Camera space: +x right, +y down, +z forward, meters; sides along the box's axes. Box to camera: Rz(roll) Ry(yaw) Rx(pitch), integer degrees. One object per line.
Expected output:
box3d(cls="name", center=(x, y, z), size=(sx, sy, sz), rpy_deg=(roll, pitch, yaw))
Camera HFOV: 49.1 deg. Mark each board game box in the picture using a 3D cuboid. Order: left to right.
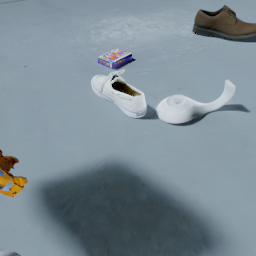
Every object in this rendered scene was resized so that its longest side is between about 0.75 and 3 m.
box3d(cls="board game box", center=(-0.461, -2.509, 10.045), size=(0.715, 0.238, 1.064), rpy_deg=(28, 47, 30))

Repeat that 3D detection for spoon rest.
box3d(cls="spoon rest", center=(1.810, -0.638, 7.562), size=(2.142, 0.649, 1.064), rpy_deg=(-18, 39, -1))

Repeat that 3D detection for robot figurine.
box3d(cls="robot figurine", center=(-1.981, 0.375, 3.721), size=(0.401, 1.377, 0.998), rpy_deg=(-40, 49, -6))

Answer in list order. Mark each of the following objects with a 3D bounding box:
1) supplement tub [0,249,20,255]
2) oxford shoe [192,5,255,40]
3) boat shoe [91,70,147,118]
box3d(cls="supplement tub", center=(-2.565, 2.098, 3.441), size=(2.236, 1.370, 1.370), rpy_deg=(6, 39, 6))
box3d(cls="oxford shoe", center=(4.206, -4.403, 11.647), size=(2.873, 1.213, 1.044), rpy_deg=(12, 38, 12))
box3d(cls="boat shoe", center=(-0.324, -1.205, 7.847), size=(0.832, 0.961, 2.253), rpy_deg=(-24, 45, -27))
